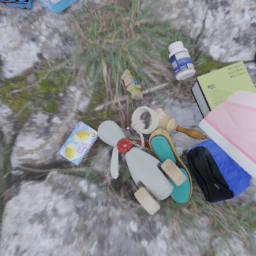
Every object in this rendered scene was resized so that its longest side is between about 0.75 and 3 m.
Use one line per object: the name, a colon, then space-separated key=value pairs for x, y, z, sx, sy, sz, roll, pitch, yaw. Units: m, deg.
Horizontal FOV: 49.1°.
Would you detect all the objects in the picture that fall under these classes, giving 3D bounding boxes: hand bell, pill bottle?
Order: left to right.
hand bell: x=1.381 y=0.018 z=7.497 sx=1.483 sy=0.772 sz=0.772 roll=20 pitch=79 yaw=34
pill bottle: x=1.556 y=-1.992 z=8.286 sx=0.574 sy=0.574 sz=1.035 roll=-16 pitch=80 yaw=-3

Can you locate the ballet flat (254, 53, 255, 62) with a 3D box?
ballet flat: x=4.285 y=-2.435 z=8.554 sx=1.262 sy=0.359 sz=0.420 roll=-41 pitch=54 yaw=-12

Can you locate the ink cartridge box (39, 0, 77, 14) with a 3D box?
ink cartridge box: x=-2.059 y=-4.747 z=7.779 sx=1.462 sy=2.275 sz=1.425 roll=43 pitch=66 yaw=7

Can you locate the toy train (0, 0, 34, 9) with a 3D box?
toy train: x=-3.496 y=-4.019 z=8.619 sx=1.125 sy=0.643 sz=0.488 roll=4 pitch=78 yaw=0

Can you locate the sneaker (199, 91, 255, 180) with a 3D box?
sneaker: x=2.626 y=0.202 z=5.312 sx=1.430 sy=1.030 sz=2.736 roll=-48 pitch=40 yaw=12

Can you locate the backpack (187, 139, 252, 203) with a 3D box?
backpack: x=2.361 y=1.028 z=7.445 sx=1.276 sy=1.235 sz=1.520 roll=-24 pitch=78 yaw=-33

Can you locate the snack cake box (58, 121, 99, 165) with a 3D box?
snack cake box: x=-1.374 y=0.438 z=7.947 sx=0.623 sy=0.364 sz=1.083 roll=33 pitch=82 yaw=7

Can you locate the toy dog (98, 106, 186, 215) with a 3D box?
toy dog: x=0.361 y=0.962 z=7.546 sx=1.822 sy=1.330 sz=2.762 roll=-22 pitch=64 yaw=2

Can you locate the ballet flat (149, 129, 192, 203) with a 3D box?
ballet flat: x=1.219 y=0.981 z=7.607 sx=0.753 sy=0.691 sz=2.194 roll=-16 pitch=108 yaw=17

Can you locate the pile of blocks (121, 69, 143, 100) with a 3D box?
pile of blocks: x=0.107 y=-1.231 z=8.327 sx=0.322 sy=0.425 sz=1.035 roll=-37 pitch=67 yaw=37

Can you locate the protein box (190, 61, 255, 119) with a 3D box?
protein box: x=2.720 y=-0.885 z=7.894 sx=1.373 sy=0.933 sz=1.383 roll=-20 pitch=80 yaw=-4
